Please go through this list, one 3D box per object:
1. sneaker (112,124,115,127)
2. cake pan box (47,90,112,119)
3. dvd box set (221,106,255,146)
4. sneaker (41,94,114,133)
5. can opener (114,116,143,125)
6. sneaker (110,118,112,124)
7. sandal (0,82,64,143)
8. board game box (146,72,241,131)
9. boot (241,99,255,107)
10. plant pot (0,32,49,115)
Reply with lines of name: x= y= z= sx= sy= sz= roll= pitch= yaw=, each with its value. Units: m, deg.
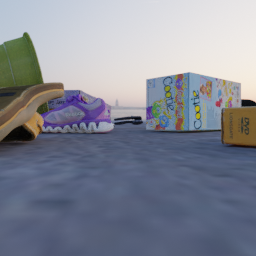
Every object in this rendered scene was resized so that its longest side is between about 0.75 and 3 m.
sneaker: x=-0.778 y=-0.225 z=8.536 sx=0.824 sy=0.441 sz=0.275 roll=1 pitch=2 yaw=33
cake pan box: x=-1.529 y=-0.528 z=7.043 sx=1.733 sy=0.492 sz=1.881 roll=4 pitch=-6 yaw=19
dvd box set: x=2.674 y=-0.017 z=2.669 sx=2.849 sy=0.419 sz=2.085 roll=1 pitch=2 yaw=41
sneaker: x=-1.147 y=-0.281 z=5.551 sx=1.732 sy=0.766 sz=0.696 roll=-1 pitch=3 yaw=7
can opener: x=0.008 y=-0.362 z=12.914 sx=1.357 sy=0.430 sz=0.534 roll=0 pitch=3 yaw=-9
sneaker: x=-1.389 y=-0.476 z=14.544 sx=1.209 sy=0.543 sz=0.406 roll=-1 pitch=2 yaw=-38
sandal: x=-1.295 y=-0.085 z=3.018 sx=0.979 sy=0.658 sz=2.437 roll=-5 pitch=17 yaw=-1
board game box: x=1.583 y=-0.531 z=6.520 sx=2.244 sy=1.177 sz=1.156 roll=0 pitch=1 yaw=-44
boot: x=3.335 y=-0.581 z=10.726 sx=2.567 sy=0.980 sz=2.157 roll=-7 pitch=8 yaw=-21
plant pot: x=-3.188 y=-0.868 z=6.348 sx=2.226 sy=2.344 sz=2.344 roll=-13 pitch=7 yaw=-23
